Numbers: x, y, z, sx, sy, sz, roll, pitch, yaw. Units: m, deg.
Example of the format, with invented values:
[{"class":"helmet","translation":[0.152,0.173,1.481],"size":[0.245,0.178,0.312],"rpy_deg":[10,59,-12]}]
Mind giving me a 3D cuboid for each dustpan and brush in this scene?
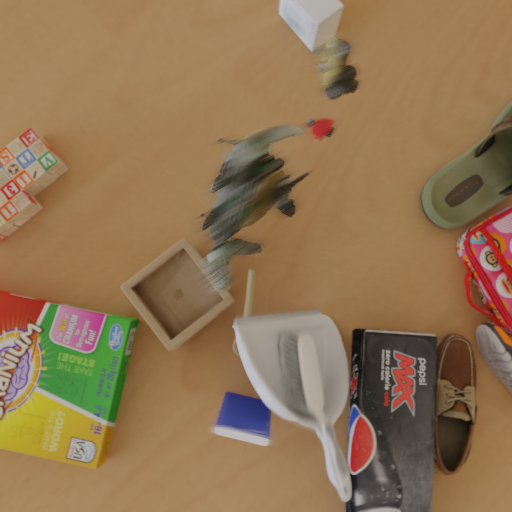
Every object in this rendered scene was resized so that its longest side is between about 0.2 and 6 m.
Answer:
[{"class":"dustpan and brush","translation":[0.829,2.162,8.322],"size":[1.945,0.797,2.786],"rpy_deg":[-2,76,-38]}]

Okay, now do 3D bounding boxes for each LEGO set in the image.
[{"class":"LEGO set","translation":[0.113,-1.404,8.077],"size":[1.072,2.456,3.782],"rpy_deg":[29,71,16]}]

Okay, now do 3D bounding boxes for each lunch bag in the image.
[{"class":"lunch bag","translation":[4.234,0.279,9.122],"size":[1.777,0.827,2.018],"rpy_deg":[-28,82,1]}]

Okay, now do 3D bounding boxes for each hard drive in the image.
[{"class":"hard drive","translation":[-0.172,2.474,8.610],"size":[0.782,1.185,0.150],"rpy_deg":[13,100,1]}]

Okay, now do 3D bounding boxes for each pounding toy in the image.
[{"class":"pounding toy","translation":[-0.755,0.764,8.973],"size":[1.799,0.937,2.048],"rpy_deg":[-38,86,-4]}]

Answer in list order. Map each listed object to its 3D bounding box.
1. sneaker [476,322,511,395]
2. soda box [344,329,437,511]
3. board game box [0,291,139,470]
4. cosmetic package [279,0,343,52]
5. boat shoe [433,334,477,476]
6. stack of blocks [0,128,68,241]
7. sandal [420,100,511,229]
[{"class":"sneaker","translation":[4.456,1.685,9.050],"size":[1.102,0.763,1.967],"rpy_deg":[-37,95,-8]},{"class":"soda box","translation":[2.048,2.857,8.682],"size":[1.199,1.073,3.389],"rpy_deg":[3,83,0]},{"class":"board game box","translation":[-3.708,1.863,9.009],"size":[3.118,0.629,2.386],"rpy_deg":[11,84,1]},{"class":"cosmetic package","translation":[0.907,-4.165,9.485],"size":[0.584,0.947,0.950],"rpy_deg":[-40,85,-5]},{"class":"boat shoe","translation":[3.148,2.366,8.866],"size":[0.849,0.805,2.243],"rpy_deg":[6,84,1]},{"class":"stack of blocks","translation":[-4.078,-1.146,9.377],"size":[1.790,0.524,1.031],"rpy_deg":[-40,85,-4]},{"class":"sandal","translation":[4.192,-1.644,9.223],"size":[3.289,0.938,1.306],"rpy_deg":[-43,86,-4]}]
